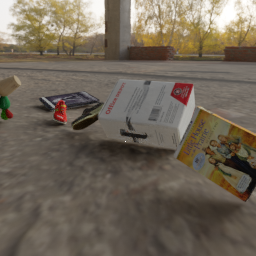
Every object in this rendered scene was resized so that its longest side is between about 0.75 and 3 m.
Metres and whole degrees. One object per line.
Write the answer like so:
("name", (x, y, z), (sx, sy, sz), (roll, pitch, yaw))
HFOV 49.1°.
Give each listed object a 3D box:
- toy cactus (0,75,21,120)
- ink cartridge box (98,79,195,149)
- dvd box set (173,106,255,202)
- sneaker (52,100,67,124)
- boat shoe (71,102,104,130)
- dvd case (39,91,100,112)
("toy cactus", (-4.192, -0.999, 8.620), (1.836, 2.225, 1.138), (-29, 43, 5))
("ink cartridge box", (0.531, -0.429, 7.469), (2.169, 0.908, 1.565), (9, 54, 24))
("dvd box set", (1.603, 0.406, 4.784), (1.451, 1.061, 0.213), (33, 19, 29))
("sneaker", (-2.280, -0.574, 9.472), (0.461, 0.508, 1.196), (15, 27, -30))
("boat shoe", (-1.181, -0.380, 8.530), (1.351, 0.495, 0.438), (-29, 67, -31))
("dvd case", (-2.525, -1.184, 12.073), (2.161, 0.173, 1.607), (-13, 28, -31))
